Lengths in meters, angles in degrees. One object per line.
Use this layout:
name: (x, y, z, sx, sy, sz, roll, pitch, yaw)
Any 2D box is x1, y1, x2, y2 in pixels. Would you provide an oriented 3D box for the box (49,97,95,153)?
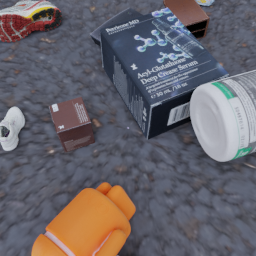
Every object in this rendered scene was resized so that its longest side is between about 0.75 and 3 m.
box: (-1.274, -0.061, 6.498, 0.775, 0.943, 0.783, -17, 60, -11)

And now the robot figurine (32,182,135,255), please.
robot figurine: (-0.803, 1.958, 5.017, 1.527, 1.238, 2.123, 31, 57, 23)

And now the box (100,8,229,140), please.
box: (0.757, -1.436, 7.066, 2.008, 1.449, 2.706, -23, 61, -14)

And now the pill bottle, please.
pill bottle: (2.783, -0.430, 5.568, 2.728, 1.543, 1.543, -16, 59, -9)

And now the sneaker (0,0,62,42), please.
sneaker: (-3.324, -3.387, 8.724, 2.372, 0.923, 0.974, -20, 55, -23)

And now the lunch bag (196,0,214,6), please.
lunch bag: (2.455, -4.952, 9.469, 0.873, 1.164, 1.373, -37, 62, -23)

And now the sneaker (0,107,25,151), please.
sneaker: (-2.801, -0.080, 6.720, 0.447, 0.595, 1.194, -4, 56, -1)

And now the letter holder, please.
letter holder: (1.733, -3.444, 8.794, 0.996, 0.705, 1.401, -18, 59, -9)

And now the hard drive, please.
hard drive: (-0.144, -2.968, 8.667, 1.223, 0.384, 1.813, 37, 65, 21)
